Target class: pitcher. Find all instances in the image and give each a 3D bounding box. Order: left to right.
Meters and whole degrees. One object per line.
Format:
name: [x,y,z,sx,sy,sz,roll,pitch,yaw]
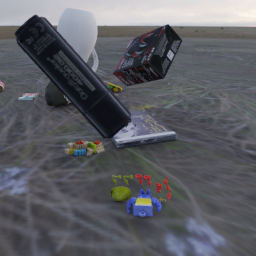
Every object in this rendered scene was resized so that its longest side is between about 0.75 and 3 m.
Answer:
pitcher: [-1.457,-2.634,8.803,1.191,1.964,1.685,20,23,27]

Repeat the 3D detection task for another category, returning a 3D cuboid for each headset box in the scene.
headset box: [0.464,-2.030,8.147,1.869,0.701,1.389,0,58,54]

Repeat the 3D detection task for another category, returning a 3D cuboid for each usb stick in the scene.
usb stick: [-0.920,-0.851,4.927,0.682,2.461,0.401,-42,8,0]

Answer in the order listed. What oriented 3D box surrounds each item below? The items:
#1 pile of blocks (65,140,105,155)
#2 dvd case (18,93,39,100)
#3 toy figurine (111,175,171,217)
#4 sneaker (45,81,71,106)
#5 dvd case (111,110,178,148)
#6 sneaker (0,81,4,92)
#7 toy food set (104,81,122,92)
pile of blocks: [-1.090,0.475,7.029,0.983,0.305,0.404,-6,22,-14]
dvd case: [-4.192,-1.336,11.861,0.604,0.091,0.827,1,21,2]
toy figurine: [0.186,1.232,4.833,1.113,0.587,0.667,2,27,7]
sneaker: [-2.037,-1.542,11.054,1.267,1.060,2.862,8,23,24]
dvd case: [0.177,-0.061,8.528,1.758,0.189,2.364,-7,23,-17]
sneaker: [-6.335,-1.917,12.813,1.282,0.457,0.721,2,25,-15]
toy food set: [-0.706,-1.831,12.866,0.608,0.337,1.033,14,11,-39]
